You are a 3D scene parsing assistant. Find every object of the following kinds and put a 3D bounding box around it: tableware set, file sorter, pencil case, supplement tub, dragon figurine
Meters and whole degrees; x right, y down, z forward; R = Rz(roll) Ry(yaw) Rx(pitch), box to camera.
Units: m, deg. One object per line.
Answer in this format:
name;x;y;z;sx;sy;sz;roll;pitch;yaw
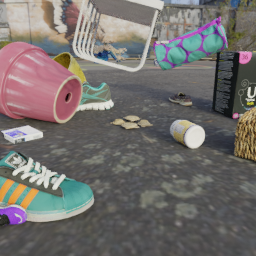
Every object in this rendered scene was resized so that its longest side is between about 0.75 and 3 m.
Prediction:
tableware set;0.107;-0.208;10.539;1.229;0.171;1.472;-12;20;-33
file sorter;-0.267;-2.537;7.679;1.876;1.683;2.703;15;12;-1
pencil case;2.330;-3.182;10.793;2.759;1.275;1.174;-16;46;23
supplement tub;1.766;0.153;8.442;0.691;0.691;0.951;-7;18;-22
dragon figurine;-1.131;-3.054;11.413;2.172;0.639;1.080;-5;-22;4

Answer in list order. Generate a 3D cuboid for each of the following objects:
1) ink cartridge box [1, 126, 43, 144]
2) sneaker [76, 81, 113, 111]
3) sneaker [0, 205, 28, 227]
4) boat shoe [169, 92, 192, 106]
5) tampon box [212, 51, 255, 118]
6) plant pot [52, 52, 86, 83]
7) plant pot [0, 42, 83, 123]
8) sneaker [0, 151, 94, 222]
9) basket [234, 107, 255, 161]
ink cartridge box;-3.443;0.202;9.095;0.965;0.211;0.974;-16;25;-42
sneaker;-2.098;-1.472;12.691;2.865;1.307;1.112;-7;18;-19
sneaker;-2.168;1.534;4.647;0.969;0.337;0.482;-1;21;14
boat shoe;2.663;-1.536;14.170;0.619;0.558;1.721;-6;18;-20
tampon box;4.907;-1.898;11.826;1.958;2.612;1.649;-5;18;-15
plant pot;-2.990;-2.152;13.594;2.450;2.450;1.739;20;-13;48
plant pot;-3.351;-1.504;10.738;2.636;2.945;2.945;22;23;16
sneaker;-1.904;0.989;5.143;2.570;1.027;0.917;3;17;8
basket;3.905;0.138;7.470;1.814;1.295;1.351;-14;21;-38
